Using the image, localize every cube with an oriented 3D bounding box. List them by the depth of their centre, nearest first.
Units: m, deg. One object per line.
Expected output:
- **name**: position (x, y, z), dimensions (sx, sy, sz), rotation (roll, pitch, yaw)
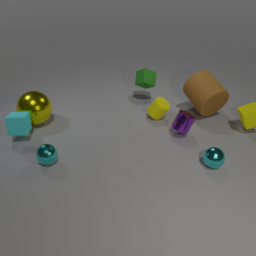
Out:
- **cube**: position (-4.052, -0.167, 10.408), dimensions (0.700, 0.700, 0.700), rotation (-3, 21, -4)
- **cube**: position (4.757, -0.482, 10.864), dimensions (0.700, 0.700, 0.700), rotation (-19, 23, 12)
- **cube**: position (0.835, -2.315, 13.136), dimensions (0.700, 0.700, 0.700), rotation (14, -11, -34)

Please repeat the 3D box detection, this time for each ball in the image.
- **ball**: position (2.808, 0.967, 9.144), dimensions (0.700, 0.700, 0.700), rotation (0, 31, 0)
- **ball**: position (-2.682, 0.867, 9.259), dimensions (0.700, 0.700, 0.700), rotation (0, 31, 0)
- **ball**: position (-3.791, -0.808, 11.355), dimensions (1.400, 1.400, 1.400), rotation (0, 31, 0)

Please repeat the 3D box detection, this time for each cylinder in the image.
- **cylinder**: position (2.112, -0.231, 10.668), dimensions (0.700, 0.700, 0.700), rotation (22, 21, -9)
- **cylinder**: position (3.268, -1.477, 11.817), dimensions (1.400, 1.400, 1.400), rotation (-14, 54, -22)
- **cylinder**: position (1.292, -0.830, 11.820), dimensions (0.700, 0.700, 0.700), rotation (21, 44, -21)
